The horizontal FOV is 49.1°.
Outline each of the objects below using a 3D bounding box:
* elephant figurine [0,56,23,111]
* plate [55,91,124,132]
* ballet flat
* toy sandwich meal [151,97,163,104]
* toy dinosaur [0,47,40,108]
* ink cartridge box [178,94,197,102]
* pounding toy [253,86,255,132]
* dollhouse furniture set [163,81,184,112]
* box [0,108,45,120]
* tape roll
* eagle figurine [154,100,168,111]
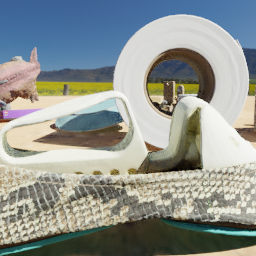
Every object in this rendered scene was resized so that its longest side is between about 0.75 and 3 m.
[{"bbox_3d":[-4.770,-1.307,9.235,2.009,2.203,2.839,19,-11,-20],"label":"elephant figurine"},{"bbox_3d":[-0.768,-0.615,7.878,2.701,0.345,2.701,-11,24,5],"label":"plate"},{"bbox_3d":[0.061,0.266,2.007,2.809,1.057,0.953,-1,5,-8],"label":"ballet flat"},{"bbox_3d":[1.134,-1.078,12.974,1.081,0.370,1.081,-10,29,5],"label":"toy sandwich meal"},{"bbox_3d":[-1.948,-0.656,4.326,2.180,0.936,1.478,-47,7,-31],"label":"toy dinosaur"},{"bbox_3d":[3.432,-1.071,12.386,1.458,0.826,1.989,-7,10,-40],"label":"ink cartridge box"},{"bbox_3d":[4.426,-0.559,6.853,2.610,1.359,2.971,-2,8,-13],"label":"pounding toy"},{"bbox_3d":[1.896,-1.549,13.600,1.693,1.450,1.780,8,11,44],"label":"dollhouse furniture set"},{"bbox_3d":[-3.681,-0.467,9.597,1.448,0.283,0.991,-7,1,-41],"label":"box"},{"bbox_3d":[0.920,-0.815,5.398,2.276,2.276,1.563,1,7,5],"label":"tape roll"},{"bbox_3d":[1.271,-0.846,11.979,0.642,0.646,0.851,-27,26,-27],"label":"eagle figurine"}]
